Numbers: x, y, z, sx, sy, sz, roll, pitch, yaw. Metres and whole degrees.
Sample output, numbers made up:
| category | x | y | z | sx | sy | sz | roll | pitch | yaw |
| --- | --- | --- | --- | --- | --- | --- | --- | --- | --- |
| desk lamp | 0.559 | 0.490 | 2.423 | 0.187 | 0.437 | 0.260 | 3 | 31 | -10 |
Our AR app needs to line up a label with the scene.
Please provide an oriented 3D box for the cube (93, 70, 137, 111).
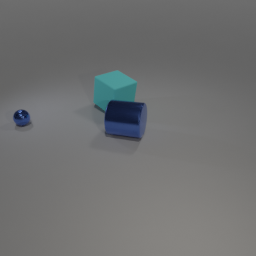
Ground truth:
| category | x | y | z | sx | sy | sz | roll | pitch | yaw |
| --- | --- | --- | --- | --- | --- | --- | --- | --- | --- |
| cube | -0.613 | -1.642 | 12.947 | 1.400 | 1.400 | 1.400 | -24 | 47 | -37 |

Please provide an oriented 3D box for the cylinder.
| category | x | y | z | sx | sy | sz | roll | pitch | yaw |
| --- | --- | --- | --- | --- | --- | --- | --- | --- | --- |
| cylinder | -0.060 | -0.371 | 11.119 | 1.400 | 1.400 | 1.400 | 7 | 31 | 14 |

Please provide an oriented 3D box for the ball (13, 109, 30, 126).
| category | x | y | z | sx | sy | sz | roll | pitch | yaw |
| --- | --- | --- | --- | --- | --- | --- | --- | --- | --- |
| ball | -4.550 | -0.447 | 11.987 | 0.700 | 0.700 | 0.700 | 0 | 31 | 0 |
